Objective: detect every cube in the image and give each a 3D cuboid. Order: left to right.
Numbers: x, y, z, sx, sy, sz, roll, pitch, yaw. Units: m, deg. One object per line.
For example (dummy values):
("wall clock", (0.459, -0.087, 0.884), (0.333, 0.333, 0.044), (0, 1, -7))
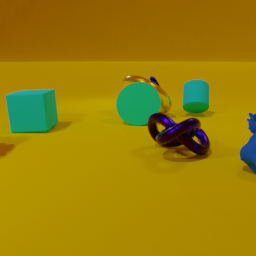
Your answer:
("cube", (-2.754, -0.529, 8.185), (1.073, 1.073, 1.073), (-2, 14, 3))

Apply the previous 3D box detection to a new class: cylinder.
("cylinder", (2.435, -1.119, 10.037), (0.916, 0.916, 0.916), (6, -22, 2))

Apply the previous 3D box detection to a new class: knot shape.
("knot shape", (1.193, 0.146, 6.150), (1.398, 0.690, 1.494), (16, -4, -19))

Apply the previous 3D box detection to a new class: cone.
("cone", (0.426, -0.633, 9.427), (1.415, 1.415, 1.421), (3, -11, 10))

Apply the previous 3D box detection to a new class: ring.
("ring", (0.667, -1.182, 10.024), (1.993, 0.399, 1.993), (30, -12, 7))

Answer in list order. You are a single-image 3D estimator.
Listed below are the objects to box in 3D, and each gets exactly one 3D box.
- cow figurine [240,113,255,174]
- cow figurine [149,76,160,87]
("cow figurine", (2.431, 0.245, 5.285), (1.004, 0.551, 0.988), (-34, 60, -8))
("cow figurine", (0.969, -1.321, 10.793), (0.645, 1.156, 1.175), (-43, 7, -22))
